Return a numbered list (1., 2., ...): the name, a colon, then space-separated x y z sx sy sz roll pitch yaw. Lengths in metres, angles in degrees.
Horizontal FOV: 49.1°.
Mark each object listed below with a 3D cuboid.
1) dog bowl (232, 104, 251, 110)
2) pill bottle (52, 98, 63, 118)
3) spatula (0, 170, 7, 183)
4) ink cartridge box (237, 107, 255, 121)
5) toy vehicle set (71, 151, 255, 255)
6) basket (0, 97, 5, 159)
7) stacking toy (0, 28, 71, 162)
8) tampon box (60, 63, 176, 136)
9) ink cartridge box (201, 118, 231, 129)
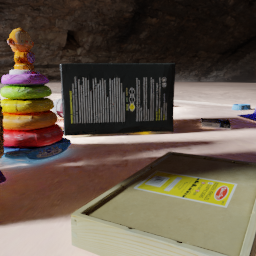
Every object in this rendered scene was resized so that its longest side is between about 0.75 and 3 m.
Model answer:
1. dog bowl: 4.831 -0.896 11.910 0.897 0.222 0.500 -5 13 -22
2. pill bottle: -1.971 -0.645 9.365 0.727 0.727 1.274 -10 14 -41
3. spatula: -2.188 0.670 4.364 0.300 0.109 1.062 -16 18 -35
4. ink cartridge box: 5.474 -0.456 8.703 2.944 0.639 2.916 -3 12 -9
5. toy vehicle set: 0.713 0.782 3.172 1.486 0.317 2.392 6 12 30
6. basket: -2.882 -0.544 3.293 2.071 2.902 2.162 -4 16 -8
7. stacking toy: -1.874 -0.629 5.177 1.275 2.324 1.349 8 13 35
8. tampon box: -0.368 -0.875 7.775 2.818 1.779 2.112 -2 11 -9
9. ink cartridge box: 2.544 -0.160 8.196 0.804 0.176 0.811 5 14 10
